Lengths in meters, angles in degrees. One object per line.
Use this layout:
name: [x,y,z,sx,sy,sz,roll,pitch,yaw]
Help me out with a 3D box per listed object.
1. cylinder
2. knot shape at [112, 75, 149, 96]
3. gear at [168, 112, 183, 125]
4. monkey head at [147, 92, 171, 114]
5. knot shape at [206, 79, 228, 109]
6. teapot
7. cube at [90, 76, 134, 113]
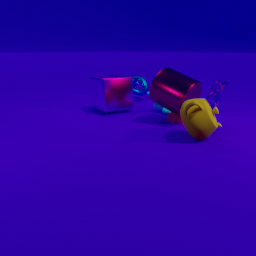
cylinder: [1.592,-1.206,9.395,1.290,1.290,1.290,33,32,29]
knot shape: [-0.032,-1.970,13.068,1.921,0.887,1.797,5,15,9]
gear: [1.970,-0.370,9.795,1.153,0.213,1.153,0,17,0]
monkey head: [1.470,-1.046,10.819,1.468,0.884,1.056,0,24,-2]
knot shape: [3.540,-1.334,11.283,0.595,1.204,1.287,23,16,12]
teapot: [2.079,-0.285,7.813,0.927,1.177,1.894,-25,-33,25]
cube: [-0.647,-1.377,11.101,1.272,1.272,1.272,-9,14,-28]
